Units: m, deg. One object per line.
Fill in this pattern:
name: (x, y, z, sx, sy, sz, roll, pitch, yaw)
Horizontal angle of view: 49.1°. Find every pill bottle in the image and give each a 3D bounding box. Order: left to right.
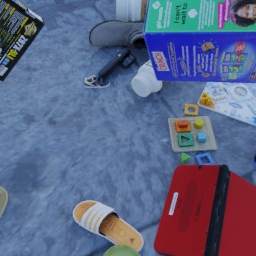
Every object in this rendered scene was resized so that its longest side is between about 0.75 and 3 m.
pill bottle: (0.872, -5.437, 12.762, 2.721, 1.556, 1.556, 4, 54, 3)
pill bottle: (1.060, -2.055, 10.576, 1.105, 1.105, 1.997, 36, 61, 23)

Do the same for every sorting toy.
sorting toy: (2.171, 0.121, 9.468, 1.501, 0.363, 2.665, -2, 54, -1)

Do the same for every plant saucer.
plant saucer: (-0.161, 3.511, 7.049, 1.075, 0.167, 1.075, 0, 66, 1)

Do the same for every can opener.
can opener: (-0.511, -2.591, 11.287, 0.747, 0.602, 1.899, 37, 62, 23)

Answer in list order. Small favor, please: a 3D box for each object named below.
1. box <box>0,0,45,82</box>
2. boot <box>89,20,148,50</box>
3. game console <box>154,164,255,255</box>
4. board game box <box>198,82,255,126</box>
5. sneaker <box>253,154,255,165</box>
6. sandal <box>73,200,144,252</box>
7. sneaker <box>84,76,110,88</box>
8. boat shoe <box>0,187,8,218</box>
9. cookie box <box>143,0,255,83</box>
box: (-3.699, -2.594, 7.727, 2.221, 1.774, 0.548, -48, 48, 14)
boot: (-0.045, -3.757, 11.530, 2.991, 1.044, 1.969, -15, 38, -8)
game console: (2.336, 2.557, 7.777, 2.354, 1.621, 2.731, -5, 47, 36)
board game box: (4.262, -1.395, 10.588, 2.561, 0.331, 2.562, 22, 57, 16)
sneaker: (4.460, 0.680, 8.986, 0.440, 0.489, 1.254, 33, 61, 22)
sandal: (-0.521, 2.542, 7.559, 2.146, 0.615, 0.822, 25, 58, 17)
sneaker: (-1.193, -1.784, 10.838, 0.996, 0.396, 0.391, -5, 53, -5)
boat shoe: (-4.277, 2.579, 7.410, 0.948, 0.811, 2.587, 24, 58, 16)
cookie box: (2.076, -2.216, 7.397, 2.934, 2.510, 1.103, 4, 74, 15)
